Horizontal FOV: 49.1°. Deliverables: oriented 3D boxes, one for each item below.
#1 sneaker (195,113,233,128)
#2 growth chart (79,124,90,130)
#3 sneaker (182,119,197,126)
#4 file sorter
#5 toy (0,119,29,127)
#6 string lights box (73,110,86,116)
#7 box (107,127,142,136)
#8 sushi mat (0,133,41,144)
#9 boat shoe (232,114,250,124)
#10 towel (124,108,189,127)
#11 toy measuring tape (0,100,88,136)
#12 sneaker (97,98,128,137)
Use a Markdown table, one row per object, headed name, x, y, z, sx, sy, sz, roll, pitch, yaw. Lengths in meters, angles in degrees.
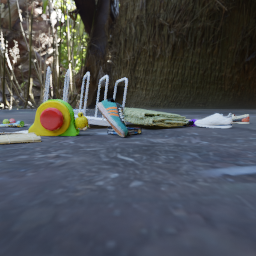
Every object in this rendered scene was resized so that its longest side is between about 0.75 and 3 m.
| name | x | y | z | sx | sy | sz | roll | pitch | yaw |
| --- | --- | --- | --- | --- | --- | --- | --- | --- | --- |
| sneaker | 3.173 | -0.279 | 10.417 | 1.345 | 0.541 | 0.514 | 0 | 6 | 17 |
| growth chart | -2.250 | -0.094 | 10.113 | 1.774 | 0.217 | 2.451 | -1 | 5 | -15 |
| sneaker | 2.387 | -0.174 | 10.942 | 0.790 | 0.274 | 0.393 | -3 | 9 | 23 |
| file sorter | -1.696 | -1.131 | 10.627 | 2.971 | 1.850 | 2.062 | 6 | 3 | -15 |
| toy | -4.575 | -0.206 | 10.897 | 1.296 | 0.306 | 0.746 | 2 | 5 | 26 |
| string lights box | -2.463 | -0.534 | 12.843 | 1.056 | 0.606 | 2.054 | -1 | 5 | -8 |
| box | -0.103 | 0.090 | 8.123 | 0.798 | 0.183 | 0.634 | 4 | 6 | 39 |
| sushi mat | -3.244 | 0.266 | 6.381 | 2.366 | 0.143 | 1.132 | -3 | 5 | -28 |
| boat shoe | 4.884 | -0.422 | 12.778 | 0.474 | 0.417 | 1.333 | -7 | 7 | -41 |
| towel | 0.593 | -0.426 | 10.937 | 2.219 | 0.546 | 2.991 | 3 | 7 | -38 |
| toy measuring tape | -2.579 | -0.300 | 7.872 | 2.955 | 1.087 | 1.087 | 0 | 5 | 4 |
| sneaker | -0.318 | -0.360 | 7.651 | 0.582 | 0.520 | 1.458 | -33 | 51 | -7 |
